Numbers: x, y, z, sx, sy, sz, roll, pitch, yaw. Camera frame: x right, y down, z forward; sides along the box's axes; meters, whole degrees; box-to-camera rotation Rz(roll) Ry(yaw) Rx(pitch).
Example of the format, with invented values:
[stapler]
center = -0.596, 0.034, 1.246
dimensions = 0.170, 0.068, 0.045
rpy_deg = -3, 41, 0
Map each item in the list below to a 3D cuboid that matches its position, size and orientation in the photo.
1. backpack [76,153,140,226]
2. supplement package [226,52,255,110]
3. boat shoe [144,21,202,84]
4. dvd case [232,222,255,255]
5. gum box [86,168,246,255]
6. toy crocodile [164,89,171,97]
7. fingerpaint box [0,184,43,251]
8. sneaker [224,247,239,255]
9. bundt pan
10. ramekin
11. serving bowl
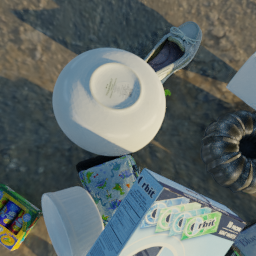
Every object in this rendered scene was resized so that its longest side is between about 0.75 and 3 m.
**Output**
[backpack]
center = -0.321, 1.556, 6.900
dimensions = 1.569, 1.479, 1.923
rpy_deg = -16, 80, -8
[supplement package]
center = 3.731, -1.286, 7.490
dimensions = 1.457, 1.121, 1.524
rpy_deg = 40, 42, 11
[boat shoe]
center = 1.221, -2.179, 8.205
dimensions = 2.781, 0.892, 1.025
rpy_deg = -43, 78, -12
[dvd case]
center = 3.582, 2.901, 6.291
dimensions = 1.544, 2.165, 0.190
rpy_deg = -27, 118, -7
[gum box]
center = 0.422, 2.231, 4.557
dimensions = 2.288, 0.600, 2.693
rpy_deg = 29, 97, -34
[toy crocodile]
center = 0.880, -0.883, 8.177
dimensions = 0.815, 0.252, 0.275
rpy_deg = -34, 36, -8
[fingerpaint box]
center = -3.051, 2.236, 7.114
dimensions = 1.309, 0.480, 1.092
rpy_deg = 33, 76, 9
[sneaker]
center = 1.382, 3.356, 6.676
dimensions = 2.605, 1.000, 1.091
rpy_deg = -10, 44, 0
[bundt pan]
center = 3.177, 0.545, 7.414
dimensions = 2.355, 0.884, 2.355
rpy_deg = 0, 73, -1
[ramekin]
center = -1.264, 2.221, 6.459
dimensions = 0.863, 1.770, 1.770
rpy_deg = -16, 72, -31
[serving bowl]
center = -0.294, -0.662, 5.571
dimensions = 2.352, 0.773, 2.352
rpy_deg = 4, 71, -12
